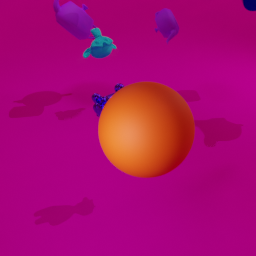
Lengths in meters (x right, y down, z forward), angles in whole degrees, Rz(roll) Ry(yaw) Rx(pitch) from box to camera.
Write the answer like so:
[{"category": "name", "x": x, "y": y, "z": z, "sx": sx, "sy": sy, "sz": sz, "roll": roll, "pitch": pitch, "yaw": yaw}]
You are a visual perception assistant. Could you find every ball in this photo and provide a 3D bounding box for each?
[{"category": "ball", "x": 0.192, "y": 0.018, "z": 2.970, "sx": 1.008, "sy": 1.008, "sz": 1.008, "roll": 0, "pitch": 33, "yaw": 0}]

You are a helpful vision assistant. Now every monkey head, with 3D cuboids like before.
[{"category": "monkey head", "x": -0.794, "y": -2.313, "z": 7.735, "sx": 1.031, "sy": 0.621, "sz": 0.742, "roll": -23, "pitch": 77, "yaw": -21}]

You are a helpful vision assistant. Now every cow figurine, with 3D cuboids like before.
[{"category": "cow figurine", "x": -0.068, "y": -0.306, "z": 4.527, "sx": 0.889, "sy": 0.875, "sz": 0.488, "roll": -20, "pitch": 53, "yaw": 10}]

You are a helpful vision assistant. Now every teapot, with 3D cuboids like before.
[{"category": "teapot", "x": 1.146, "y": -3.104, "z": 8.524, "sx": 0.686, "sy": 0.872, "sz": 1.402, "roll": -27, "pitch": 58, "yaw": 15}, {"category": "teapot", "x": -1.581, "y": -3.307, "z": 8.369, "sx": 1.897, "sy": 0.929, "sz": 1.179, "roll": 32, "pitch": 10, "yaw": -36}]

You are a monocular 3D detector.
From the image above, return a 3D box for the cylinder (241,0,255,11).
[{"category": "cylinder", "x": 3.716, "y": -3.944, "z": 8.282, "sx": 0.704, "sy": 0.704, "sz": 0.704, "roll": 3, "pitch": 48, "yaw": 5}]
